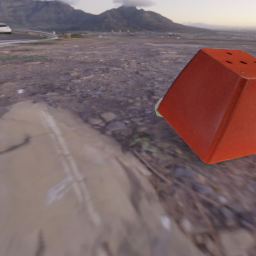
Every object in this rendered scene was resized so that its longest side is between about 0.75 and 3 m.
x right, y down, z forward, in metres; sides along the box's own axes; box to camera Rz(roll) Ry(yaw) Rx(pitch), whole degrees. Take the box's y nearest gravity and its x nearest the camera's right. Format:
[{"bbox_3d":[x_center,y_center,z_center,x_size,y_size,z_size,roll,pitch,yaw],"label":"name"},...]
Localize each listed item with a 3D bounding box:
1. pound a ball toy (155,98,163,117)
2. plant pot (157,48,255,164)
[{"bbox_3d":[1.373,-0.598,7.874,1.044,0.681,0.443,13,41,-23],"label":"pound a ball toy"},{"bbox_3d":[2.113,-0.643,6.044,1.958,1.727,1.960,-7,41,-29],"label":"plant pot"}]
